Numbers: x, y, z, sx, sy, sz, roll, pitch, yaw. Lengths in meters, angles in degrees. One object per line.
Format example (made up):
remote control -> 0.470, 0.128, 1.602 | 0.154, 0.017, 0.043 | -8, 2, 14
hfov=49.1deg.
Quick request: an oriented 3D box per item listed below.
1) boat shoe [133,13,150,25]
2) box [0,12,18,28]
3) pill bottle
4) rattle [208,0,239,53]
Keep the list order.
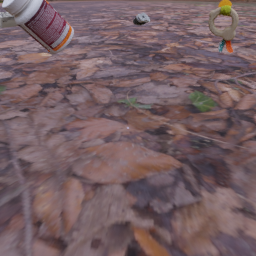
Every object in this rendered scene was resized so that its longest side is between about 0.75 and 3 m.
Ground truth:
boat shoe -> 0.340, -2.815, 7.281 | 0.246, 0.273, 0.772 | -32, 3, 32
box -> -3.551, -3.290, 8.474 | 0.400, 0.333, 0.974 | 29, 36, 16
pill bottle -> -2.452, -3.000, 7.765 | 1.014, 1.777, 1.014 | -20, 52, 27
rattle -> 2.513, -2.614, 7.289 | 0.749, 1.150, 0.822 | -23, 26, 16
